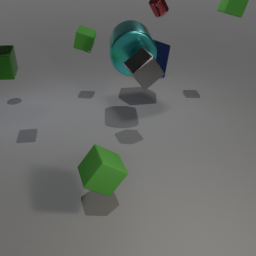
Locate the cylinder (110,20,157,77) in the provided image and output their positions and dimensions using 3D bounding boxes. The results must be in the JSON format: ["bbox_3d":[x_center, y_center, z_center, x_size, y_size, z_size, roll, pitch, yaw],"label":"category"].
[{"bbox_3d":[0.124,-2.542,8.880,1.400,1.400,1.400,-2,33,-3],"label":"cylinder"}]

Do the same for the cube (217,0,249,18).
[{"bbox_3d":[3.734,-4.409,9.961,0.700,0.700,0.700,11,26,-12],"label":"cube"}]

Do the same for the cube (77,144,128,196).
[{"bbox_3d":[-0.550,0.904,5.991,0.700,0.700,0.700,28,17,-34],"label":"cube"}]

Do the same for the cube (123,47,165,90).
[{"bbox_3d":[0.429,-1.611,7.603,0.700,0.700,0.700,-39,42,6],"label":"cube"}]

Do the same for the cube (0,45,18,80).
[{"bbox_3d":[-3.411,-1.750,7.498,0.700,0.700,0.700,-4,37,-9],"label":"cube"}]

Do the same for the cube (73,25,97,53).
[{"bbox_3d":[-1.710,-3.542,11.152,0.700,0.700,0.700,17,42,-6],"label":"cube"}]

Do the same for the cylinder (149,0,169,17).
[{"bbox_3d":[1.399,-5.537,12.709,0.700,0.700,0.700,-20,45,22],"label":"cylinder"}]

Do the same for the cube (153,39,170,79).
[{"bbox_3d":[0.743,-2.930,11.933,1.400,1.400,1.400,9,3,-29],"label":"cube"}]
